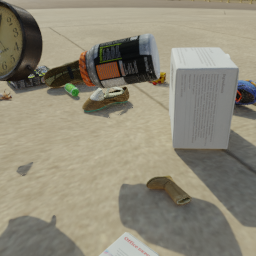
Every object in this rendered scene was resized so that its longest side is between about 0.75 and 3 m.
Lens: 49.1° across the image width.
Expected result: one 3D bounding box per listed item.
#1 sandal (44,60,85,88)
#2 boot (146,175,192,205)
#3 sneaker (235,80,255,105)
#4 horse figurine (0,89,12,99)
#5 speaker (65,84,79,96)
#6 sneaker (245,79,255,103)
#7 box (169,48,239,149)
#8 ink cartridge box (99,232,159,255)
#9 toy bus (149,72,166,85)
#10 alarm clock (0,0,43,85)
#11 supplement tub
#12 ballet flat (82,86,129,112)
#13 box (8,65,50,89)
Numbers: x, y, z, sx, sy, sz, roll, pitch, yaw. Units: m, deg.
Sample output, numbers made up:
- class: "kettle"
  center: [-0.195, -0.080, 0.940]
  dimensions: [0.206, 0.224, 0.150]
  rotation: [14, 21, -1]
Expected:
- class: "sandal"
  center: [-2.417, -2.420, 12.479]
  dimensions: [2.729, 1.096, 0.737]
  rotation: [-18, 11, -22]
- class: "boot"
  center: [0.867, 1.354, 6.054]
  dimensions: [0.695, 0.262, 0.794]
  rotation: [-12, 31, -21]
- class: "sneaker"
  center: [3.470, -1.221, 10.325]
  dimensions: [2.549, 0.960, 1.000]
  rotation: [13, 37, 40]
- class: "horse figurine"
  center: [-4.991, -1.309, 10.974]
  dimensions: [0.906, 0.226, 0.601]
  rotation: [0, 44, -16]
- class: "speaker"
  center: [-2.282, -1.546, 11.349]
  dimensions: [0.352, 0.352, 0.796]
  rotation: [-17, 33, -29]
- class: "sneaker"
  center: [5.048, -1.191, 10.445]
  dimensions: [0.852, 0.728, 1.933]
  rotation: [-2, 37, -20]
- class: "box"
  center: [2.024, -0.943, 8.113]
  dimensions: [1.531, 2.342, 2.330]
  rotation: [1, 28, 6]
- class: "ink cartridge box"
  center: [-0.097, 2.216, 4.260]
  dimensions: [0.753, 0.428, 1.034]
  rotation: [23, 36, 36]
- class: "toy bus"
  center: [1.253, -2.336, 12.654]
  dimensions: [0.958, 0.495, 0.904]
  rotation: [-12, 31, -22]
- class: "alarm clock"
  center: [-2.809, -2.158, 6.301]
  dimensions: [1.699, 2.519, 0.838]
  rotation: [-13, 6, 23]
- class: "supplement tub"
  center: [-0.190, -1.596, 6.898]
  dimensions: [1.833, 1.123, 1.123]
  rotation: [-6, 26, 15]
- class: "ballet flat"
  center: [-0.781, -1.155, 10.215]
  dimensions: [1.947, 0.704, 0.660]
  rotation: [-16, 41, -26]
- class: "box"
  center: [-4.389, -2.330, 12.720]
  dimensions: [1.915, 0.424, 1.534]
  rotation: [-19, 34, -31]
